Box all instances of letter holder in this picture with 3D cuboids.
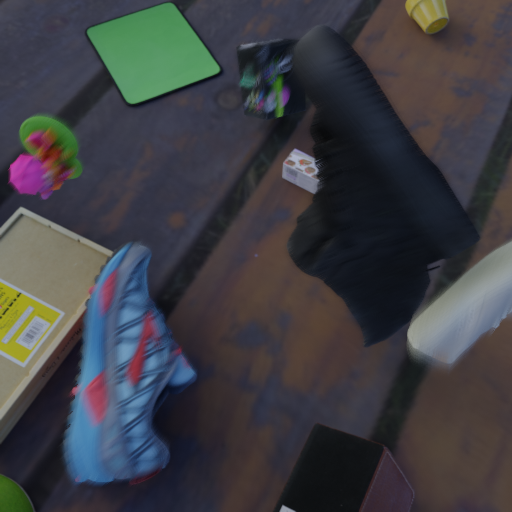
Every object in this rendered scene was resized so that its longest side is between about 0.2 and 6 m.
[{"bbox_3d":[0.906,3.148,6.310,0.958,1.355,1.906,6,53,41],"label":"letter holder"}]

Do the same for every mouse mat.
[{"bbox_3d":[-2.030,-4.000,10.912,2.005,0.094,2.491,-25,64,-14],"label":"mouse mat"}]

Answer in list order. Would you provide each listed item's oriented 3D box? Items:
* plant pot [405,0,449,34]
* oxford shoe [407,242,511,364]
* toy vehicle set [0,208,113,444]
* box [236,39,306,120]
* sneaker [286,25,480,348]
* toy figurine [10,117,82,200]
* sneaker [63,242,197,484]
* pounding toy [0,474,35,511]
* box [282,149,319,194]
[{"bbox_3d":[3.435,-4.827,11.055,0.753,0.753,0.708,-16,75,-9],"label":"plant pot"},{"bbox_3d":[2.351,0.429,5.678,1.788,0.672,0.516,-42,96,3],"label":"oxford shoe"},{"bbox_3d":[-3.487,0.910,7.820,1.948,0.416,3.136,25,63,14],"label":"toy vehicle set"},{"bbox_3d":[0.262,-2.996,9.485,0.868,1.169,0.727,-21,29,-26],"label":"box"},{"bbox_3d":[1.091,-0.470,6.419,2.076,3.980,1.195,-32,40,23],"label":"sneaker"},{"bbox_3d":[-2.959,-1.184,7.747,0.819,1.091,1.004,-7,46,17],"label":"toy figurine"},{"bbox_3d":[-1.461,1.315,7.220,1.438,1.194,3.011,5,73,-3],"label":"sneaker"},{"bbox_3d":[-3.188,3.255,6.100,2.186,1.014,1.687,19,62,11],"label":"pounding toy"},{"bbox_3d":[1.352,-1.071,9.003,1.993,0.413,0.386,29,64,17],"label":"box"}]
